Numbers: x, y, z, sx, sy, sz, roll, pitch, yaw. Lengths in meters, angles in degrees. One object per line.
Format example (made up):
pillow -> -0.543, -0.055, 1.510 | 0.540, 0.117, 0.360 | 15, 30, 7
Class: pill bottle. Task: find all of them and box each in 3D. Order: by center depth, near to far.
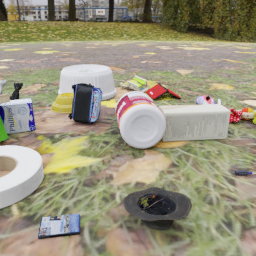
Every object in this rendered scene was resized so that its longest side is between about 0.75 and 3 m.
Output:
pill bottle -> 0.320, -0.417, 9.485 | 1.423, 1.423, 2.519 | -3, 20, -6

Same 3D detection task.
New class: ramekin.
ramekin -> -2.080, -2.372, 14.350 | 3.008, 1.401, 3.008 | 1, 22, 0

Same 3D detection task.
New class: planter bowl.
planter bowl -> -2.694, -1.199, 12.481 | 1.529, 0.637, 1.529 | 0, 21, 0

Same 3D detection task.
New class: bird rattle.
bird rattle -> 4.610, -0.478, 10.927 | 1.532, 0.863, 1.249 | -6, 7, 21

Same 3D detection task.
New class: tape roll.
tape roll -> -3.356, 1.142, 6.850 | 2.510, 0.459, 2.510 | 0, 21, 0

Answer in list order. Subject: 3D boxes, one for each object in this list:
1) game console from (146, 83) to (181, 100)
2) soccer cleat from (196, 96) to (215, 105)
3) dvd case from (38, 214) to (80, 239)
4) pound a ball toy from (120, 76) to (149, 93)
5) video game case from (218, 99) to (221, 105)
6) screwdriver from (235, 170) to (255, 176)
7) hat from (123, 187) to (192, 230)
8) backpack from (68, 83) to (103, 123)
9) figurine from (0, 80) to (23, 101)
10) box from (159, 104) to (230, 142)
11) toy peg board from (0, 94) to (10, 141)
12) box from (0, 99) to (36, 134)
game console -> 1.797, -1.696, 14.382 | 1.279, 0.881, 1.484 | -33, 24, 2
soccer cleat -> 3.491, -1.207, 12.476 | 0.596, 0.640, 1.748 | -1, 22, -2
dvd case -> -1.328, 1.910, 5.469 | 0.771, 0.068, 0.550 | -3, 23, -9
pound a ball toy -> 0.349, -2.266, 15.368 | 1.009, 0.657, 1.547 | -34, 32, -12
video game case -> 3.330, -0.523, 10.366 | 0.082, 0.941, 0.673 | 6, 23, 14
screwdriver -> 3.290, 1.151, 7.231 | 1.046, 0.152, 0.146 | -3, 23, 3
hat -> 0.567, 1.666, 5.486 | 1.327, 0.535, 1.327 | -2, 13, 0
backpack -> -1.607, -1.019, 11.045 | 1.115, 1.514, 1.658 | 8, 11, -1
figurine -> -5.499, -1.673, 12.751 | 1.232, 0.530, 1.202 | 10, 60, -12
box -> 2.177, -0.194, 9.439 | 2.213, 1.051, 0.860 | -1, 21, -7
toy peg board -> -5.581, 0.072, 8.779 | 2.937, 1.443, 2.950 | -3, 16, 39
box -> -3.945, -0.412, 9.918 | 1.165, 1.072, 0.611 | -9, 24, -20
